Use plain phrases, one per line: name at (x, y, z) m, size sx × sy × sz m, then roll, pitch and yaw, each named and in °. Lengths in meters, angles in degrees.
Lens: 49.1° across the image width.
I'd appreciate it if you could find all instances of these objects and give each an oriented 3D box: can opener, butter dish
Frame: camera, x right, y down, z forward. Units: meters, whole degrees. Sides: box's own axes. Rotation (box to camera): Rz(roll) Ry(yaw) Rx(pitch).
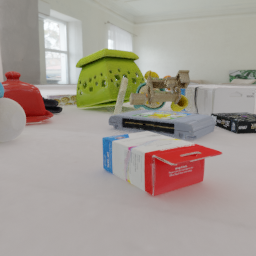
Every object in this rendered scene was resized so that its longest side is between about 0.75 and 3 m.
can opener at (-3.449, -0.812, 10.177) m, size 2.423 × 0.953 × 0.768 m, roll 6°, pitch -27°, yaw 17°
butter dish at (-3.333, -0.914, 8.201) m, size 1.974 × 1.459 × 1.968 m, roll -5°, pitch 13°, yaw -27°

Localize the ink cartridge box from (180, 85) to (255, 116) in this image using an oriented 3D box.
ink cartridge box at (3.114, -1.040, 10.117) m, size 1.686 × 0.982 × 2.332 m, roll -3°, pitch 11°, yaw -16°

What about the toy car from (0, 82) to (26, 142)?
toy car at (-3.226, -0.467, 5.396) m, size 1.893 × 1.622 × 2.163 m, roll 3°, pitch 11°, yaw 20°

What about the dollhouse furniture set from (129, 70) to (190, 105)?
dollhouse furniture set at (0.925, -1.472, 8.874) m, size 1.616 × 0.899 × 1.429 m, roll -1°, pitch -24°, yaw -11°

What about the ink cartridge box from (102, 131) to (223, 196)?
ink cartridge box at (0.380, 0.429, 3.670) m, size 0.856 × 0.495 × 1.473 m, roll -7°, pitch 13°, yaw -33°

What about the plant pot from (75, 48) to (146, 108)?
plant pot at (-0.721, -1.976, 11.273) m, size 2.213 × 2.018 × 2.224 m, roll -8°, pitch 0°, yaw 45°

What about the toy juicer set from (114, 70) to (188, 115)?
toy juicer set at (0.737, -1.372, 9.948) m, size 2.723 × 1.732 × 0.741 m, roll -4°, pitch -22°, yaw -18°

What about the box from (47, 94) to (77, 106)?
box at (-2.519, -1.323, 12.985) m, size 2.413 × 0.500 × 0.467 m, roll -5°, pitch 12°, yaw -29°

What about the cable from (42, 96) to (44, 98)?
cable at (-4.014, -1.149, 10.573) m, size 1.995 × 0.507 × 1.627 m, roll 6°, pitch -23°, yaw -31°

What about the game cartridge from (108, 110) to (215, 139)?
game cartridge at (0.867, -0.150, 7.026) m, size 2.316 × 0.469 × 1.544 m, roll 8°, pitch 9°, yaw 35°

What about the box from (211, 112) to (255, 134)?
box at (2.986, -0.161, 7.299) m, size 1.138 × 0.309 × 1.421 m, roll -2°, pitch 11°, yaw -10°
